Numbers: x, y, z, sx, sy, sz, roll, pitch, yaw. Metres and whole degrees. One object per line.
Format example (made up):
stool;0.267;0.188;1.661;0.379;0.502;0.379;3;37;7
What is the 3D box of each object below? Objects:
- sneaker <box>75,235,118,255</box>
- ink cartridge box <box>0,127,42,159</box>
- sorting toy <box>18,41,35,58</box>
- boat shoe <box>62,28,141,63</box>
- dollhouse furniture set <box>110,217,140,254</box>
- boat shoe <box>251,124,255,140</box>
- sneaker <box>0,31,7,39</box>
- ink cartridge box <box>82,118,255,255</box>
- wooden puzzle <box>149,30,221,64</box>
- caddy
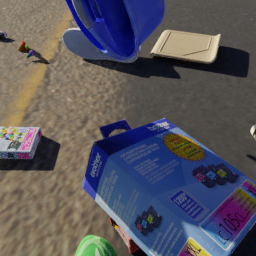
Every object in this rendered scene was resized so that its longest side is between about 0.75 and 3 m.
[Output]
sneaker;-0.526;2.519;3.686;0.893;1.007;2.410;1;41;3
ink cartridge box;-2.912;0.338;6.718;1.459;0.306;0.871;0;41;2
sorting toy;-3.794;-2.846;10.349;0.396;0.398;1.148;-39;49;-7
boat shoe;-0.906;-3.068;10.058;2.820;1.015;0.927;10;37;10
dollhouse furniture set;0.365;1.569;5.125;1.299;0.528;0.699;-25;47;-25
boat shoe;3.977;0.114;6.698;1.885;0.677;0.561;-6;46;0
sneaker;-5.383;-3.803;11.374;0.829;0.333;0.358;9;43;12
ink cartridge box;0.632;0.943;4.850;2.935;1.120;2.002;37;35;29
wooden puzzle;2.170;-3.014;10.462;2.335;0.435;2.160;9;42;17
caddy;-0.530;-2.892;6.008;2.116;2.994;1.571;25;63;40
